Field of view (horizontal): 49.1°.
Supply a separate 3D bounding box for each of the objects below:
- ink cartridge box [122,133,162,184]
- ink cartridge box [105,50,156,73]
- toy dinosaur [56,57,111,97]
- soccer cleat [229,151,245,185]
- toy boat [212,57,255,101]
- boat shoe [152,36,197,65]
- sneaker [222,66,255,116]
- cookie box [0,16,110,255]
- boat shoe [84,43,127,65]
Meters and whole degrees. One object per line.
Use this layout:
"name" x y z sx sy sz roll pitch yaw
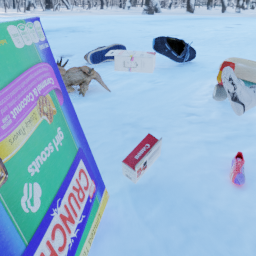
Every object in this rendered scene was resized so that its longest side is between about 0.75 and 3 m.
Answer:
"ink cartridge box" 0.276 0.541 5.429 0.352 0.738 0.840 34 62 22
"ink cartridge box" 0.136 -3.193 13.355 2.273 0.767 1.324 6 27 9
"toy dinosaur" -1.961 -1.988 10.606 2.720 1.167 1.843 4 19 -4
"soccer cleat" 2.236 0.815 5.678 0.303 0.347 0.907 9 27 18
"toy boat" 4.011 -1.727 10.071 2.856 1.327 2.401 -12 32 -40
"boat shoe" 2.489 -3.789 13.758 2.918 1.228 1.002 -4 3 -39
"sneaker" 3.228 -1.139 7.858 0.862 1.499 0.563 -24 20 6
"cookie box" -1.413 0.473 3.213 1.119 2.977 2.546 -11 23 15
"boat shoe" -1.209 -4.006 14.862 2.531 0.914 0.916 -21 31 -36
